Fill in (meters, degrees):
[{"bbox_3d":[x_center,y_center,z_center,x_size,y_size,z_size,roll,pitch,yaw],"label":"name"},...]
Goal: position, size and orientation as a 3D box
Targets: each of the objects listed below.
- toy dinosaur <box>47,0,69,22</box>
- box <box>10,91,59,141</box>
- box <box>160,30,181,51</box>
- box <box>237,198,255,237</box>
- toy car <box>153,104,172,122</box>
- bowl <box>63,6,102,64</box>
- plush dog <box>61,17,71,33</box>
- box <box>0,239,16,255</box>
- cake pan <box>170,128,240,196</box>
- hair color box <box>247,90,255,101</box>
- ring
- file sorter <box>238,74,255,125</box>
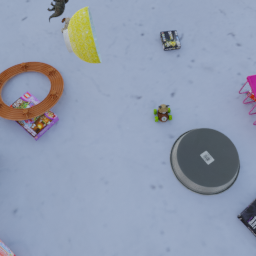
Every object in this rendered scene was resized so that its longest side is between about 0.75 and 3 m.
[{"bbox_3d":[-1.770,-3.112,7.154,0.349,0.464,0.908,14,91,49],"label":"toy dinosaur"},{"bbox_3d":[-3.644,-0.488,10.620,1.714,0.335,1.173,38,71,15],"label":"box"},{"bbox_3d":[1.834,-3.805,12.162,0.742,0.226,0.921,-6,66,-6],"label":"box"},{"bbox_3d":[4.613,3.135,9.030,1.256,0.317,1.757,-37,70,-15],"label":"box"},{"bbox_3d":[1.323,-0.630,10.437,0.654,0.796,0.628,-6,66,-3],"label":"toy car"},{"bbox_3d":[-1.533,-2.914,9.149,0.976,1.814,1.814,-12,66,1],"label":"bowl"},{"bbox_3d":[-2.495,-4.496,12.195,0.841,0.723,0.675,12,67,5],"label":"plush dog"},{"bbox_3d":[-4.438,4.446,7.999,1.212,1.118,2.362,36,71,15],"label":"box"},{"bbox_3d":[2.752,1.077,9.865,2.519,0.462,2.519,0,66,0],"label":"cake pan"},{"bbox_3d":[5.201,-1.210,10.839,1.012,0.310,0.514,37,73,15],"label":"hair color box"},{"bbox_3d":[-4.002,-1.575,10.913,2.980,0.286,2.980,-1,58,1],"label":"ring"},{"bbox_3d":[5.170,-0.869,10.296,1.391,1.255,2.001,-12,67,-6],"label":"file sorter"}]
